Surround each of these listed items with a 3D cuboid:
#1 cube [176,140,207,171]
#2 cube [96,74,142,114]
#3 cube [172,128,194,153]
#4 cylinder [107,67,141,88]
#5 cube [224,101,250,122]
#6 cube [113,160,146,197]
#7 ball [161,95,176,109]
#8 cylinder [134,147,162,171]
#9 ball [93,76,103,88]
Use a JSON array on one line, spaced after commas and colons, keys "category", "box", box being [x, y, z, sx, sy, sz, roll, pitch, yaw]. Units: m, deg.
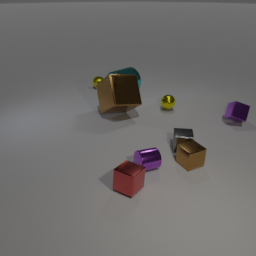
[{"category": "cube", "box": [2.119, 0.916, 9.459, 0.700, 0.700, 0.700, -14, 31, -25]}, {"category": "cube", "box": [-0.421, -1.504, 12.508, 1.400, 1.400, 1.400, -5, -9, -33]}, {"category": "cube", "box": [2.018, 0.472, 10.301, 0.700, 0.700, 0.700, 3, 28, 6]}, {"category": "cylinder", "box": [-0.250, -2.472, 15.117, 1.400, 1.400, 1.400, 24, 36, 38]}, {"category": "cube", "box": [4.692, -0.689, 12.070, 0.700, 0.700, 0.700, 18, -4, -5]}, {"category": "cube", "box": [0.032, 1.480, 8.292, 0.700, 0.700, 0.700, 16, 25, 29]}, {"category": "ball", "box": [1.926, -1.248, 13.408, 0.700, 0.700, 0.700, 0, 28, 0]}, {"category": "cylinder", "box": [0.637, 1.028, 9.193, 0.700, 0.700, 0.700, -8, 29, -22]}, {"category": "ball", "box": [-1.693, -2.633, 16.159, 0.700, 0.700, 0.700, 0, 28, 0]}]
